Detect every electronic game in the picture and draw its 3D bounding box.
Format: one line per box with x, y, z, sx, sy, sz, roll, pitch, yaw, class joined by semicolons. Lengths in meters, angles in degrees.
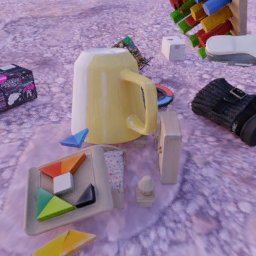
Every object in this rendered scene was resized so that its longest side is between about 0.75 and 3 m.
0.717;-1.136;9.726;1.735;0.361;1.735;0;33;0;electronic game

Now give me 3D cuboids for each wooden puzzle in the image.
-1.213;1.155;5.503;1.826;0.317;2.707;-22;47;-3;wooden puzzle

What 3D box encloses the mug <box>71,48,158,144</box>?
-0.309;-0.950;7.466;2.648;2.174;2.121;6;23;18;mug

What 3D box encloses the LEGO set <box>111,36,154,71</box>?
-0.027;-2.797;11.844;1.705;1.285;2.218;-38;35;-2;LEGO set

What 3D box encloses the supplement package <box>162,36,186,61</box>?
2.169;-3.837;13.435;0.788;0.779;1.300;-5;34;-8;supplement package

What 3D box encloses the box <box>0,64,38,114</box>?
-4.217;-1.276;9.293;1.247;1.082;1.886;23;38;33;box

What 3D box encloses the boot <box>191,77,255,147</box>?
3.697;-0.781;8.465;3.049;1.147;2.280;-19;38;-26;boot

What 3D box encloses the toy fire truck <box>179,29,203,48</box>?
3.683;-4.786;14.756;1.745;1.123;1.536;-14;35;0;toy fire truck

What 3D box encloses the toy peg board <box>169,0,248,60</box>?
2.149;-3.626;8.405;1.365;2.778;2.790;-33;64;10;toy peg board

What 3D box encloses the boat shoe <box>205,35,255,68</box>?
2.106;-1.330;4.993;1.442;0.445;0.525;7;65;9;boat shoe

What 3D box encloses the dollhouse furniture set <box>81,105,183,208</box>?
-0.351;0.390;6.455;2.934;1.433;2.502;1;33;0;dollhouse furniture set
